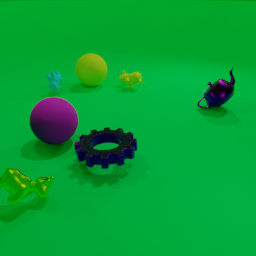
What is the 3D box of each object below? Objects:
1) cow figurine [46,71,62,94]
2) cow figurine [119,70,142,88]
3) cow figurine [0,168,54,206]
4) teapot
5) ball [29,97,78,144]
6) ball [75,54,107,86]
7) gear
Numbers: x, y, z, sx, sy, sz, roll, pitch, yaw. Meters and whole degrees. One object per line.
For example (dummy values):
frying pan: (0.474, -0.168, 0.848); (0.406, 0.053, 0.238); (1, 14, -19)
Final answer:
cow figurine: (-2.920, -1.830, 11.316); (0.498, 0.892, 0.907); (-27, 1, 22)
cow figurine: (0.121, -2.185, 12.165); (1.027, 0.564, 1.011); (-20, 38, 18)
cow figurine: (-2.057, 1.107, 5.630); (0.956, 0.972, 0.534); (-42, 15, -26)
teapot: (3.216, -1.338, 9.978); (0.879, 1.796, 1.117); (46, 11, -4)
ball: (-2.041, -0.200, 7.760); (1.308, 1.308, 1.308); (0, 27, 0)
ball: (-1.593, -2.527, 12.192); (1.374, 1.374, 1.374); (0, 27, 0)
gear: (-0.541, 0.450, 6.922); (1.510, 0.279, 1.510); (-2, 27, 1)
